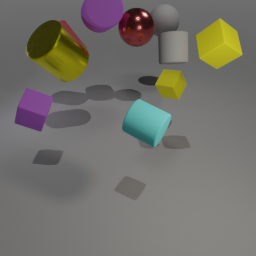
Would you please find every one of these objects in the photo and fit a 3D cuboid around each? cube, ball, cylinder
[{"bbox_3d":[-2.408,-0.458,7.179,0.700,0.700,0.700,20,47,-15],"label":"cube"},{"bbox_3d":[0.329,-3.814,10.649,1.400,1.400,1.400,0,30,0],"label":"ball"},{"bbox_3d":[-2.178,-2.371,8.796,1.400,1.400,1.400,-13,63,26],"label":"cylinder"},{"bbox_3d":[-0.986,-4.349,10.403,1.400,1.400,1.400,-8,14,-14],"label":"cylinder"},{"bbox_3d":[0.355,-0.091,5.348,0.700,0.700,0.700,28,37,15],"label":"cylinder"},{"bbox_3d":[1.598,-4.769,12.517,1.400,1.400,1.400,0,30,0],"label":"ball"},{"bbox_3d":[1.465,-1.477,9.510,0.700,0.700,0.700,15,66,36],"label":"cube"},{"bbox_3d":[-2.565,-3.213,10.979,1.400,1.400,1.400,-26,37,22],"label":"cylinder"},{"bbox_3d":[2.097,-1.928,6.497,0.700,0.700,0.700,17,60,-36],"label":"cube"},{"bbox_3d":[1.080,-1.904,6.705,0.700,0.700,0.700,-3,9,0],"label":"cylinder"}]
